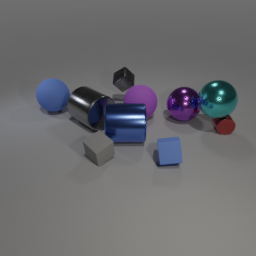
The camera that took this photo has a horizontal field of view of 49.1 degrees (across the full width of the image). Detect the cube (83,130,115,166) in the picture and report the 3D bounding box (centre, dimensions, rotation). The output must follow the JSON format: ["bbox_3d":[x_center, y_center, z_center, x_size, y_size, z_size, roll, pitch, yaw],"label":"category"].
[{"bbox_3d":[-0.924,0.648,8.970,0.700,0.700,0.700,-36,55,-26],"label":"cube"}]

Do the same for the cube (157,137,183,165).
[{"bbox_3d":[1.313,0.707,8.827,0.700,0.700,0.700,-6,8,8],"label":"cube"}]

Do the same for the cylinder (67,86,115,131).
[{"bbox_3d":[-1.433,-0.786,11.002,1.400,1.400,1.400,-25,38,-36],"label":"cylinder"}]

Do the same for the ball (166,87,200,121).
[{"bbox_3d":[2.261,-0.967,11.326,1.400,1.400,1.400,0,30,0],"label":"ball"}]

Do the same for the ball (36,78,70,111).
[{"bbox_3d":[-3.198,-1.410,11.982,1.400,1.400,1.400,0,30,0],"label":"ball"}]

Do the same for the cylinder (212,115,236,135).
[{"bbox_3d":[3.656,-0.204,10.700,0.700,0.700,0.700,0,30,0],"label":"cylinder"}]

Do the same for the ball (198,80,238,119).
[{"bbox_3d":[3.265,-1.042,10.211,1.400,1.400,1.400,0,30,0],"label":"ball"}]

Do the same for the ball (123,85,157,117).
[{"bbox_3d":[0.508,-1.072,11.530,1.400,1.400,1.400,0,30,0],"label":"ball"}]

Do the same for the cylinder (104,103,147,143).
[{"bbox_3d":[-0.084,-0.180,9.937,1.400,1.400,1.400,0,30,0],"label":"cylinder"}]

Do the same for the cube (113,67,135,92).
[{"bbox_3d":[-0.188,-2.178,12.593,0.700,0.700,0.700,-22,49,34],"label":"cube"}]
